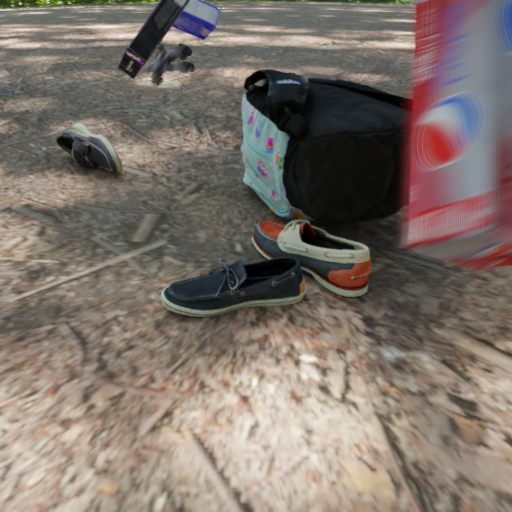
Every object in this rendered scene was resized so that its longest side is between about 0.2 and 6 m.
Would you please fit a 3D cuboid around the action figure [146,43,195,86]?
[{"bbox_3d":[-1.507,-3.237,9.400,1.070,0.696,0.371,2,4,41],"label":"action figure"}]

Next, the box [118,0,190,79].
[{"bbox_3d":[-1.213,-2.781,6.829,0.291,1.153,1.613,35,-1,-22],"label":"box"}]

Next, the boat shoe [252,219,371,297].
[{"bbox_3d":[0.900,-0.185,9.641,0.924,0.812,2.595,-24,37,-32],"label":"boat shoe"}]

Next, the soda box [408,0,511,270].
[{"bbox_3d":[3.271,-2.177,8.011,1.582,4.520,1.433,13,-14,-28],"label":"soda box"}]

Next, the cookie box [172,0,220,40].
[{"bbox_3d":[-1.409,-4.925,11.431,1.114,0.419,0.953,17,-2,-21],"label":"cookie box"}]

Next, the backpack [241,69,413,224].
[{"bbox_3d":[1.171,-2.249,11.312,3.513,2.664,4.209,-4,27,-25],"label":"backpack"}]

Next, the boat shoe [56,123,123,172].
[{"bbox_3d":[-4.088,-2.531,13.639,0.809,0.898,2.496,-33,47,-23],"label":"boat shoe"}]

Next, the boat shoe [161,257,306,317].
[{"bbox_3d":[-0.339,0.418,8.720,2.289,0.712,0.854,-6,33,-7],"label":"boat shoe"}]
